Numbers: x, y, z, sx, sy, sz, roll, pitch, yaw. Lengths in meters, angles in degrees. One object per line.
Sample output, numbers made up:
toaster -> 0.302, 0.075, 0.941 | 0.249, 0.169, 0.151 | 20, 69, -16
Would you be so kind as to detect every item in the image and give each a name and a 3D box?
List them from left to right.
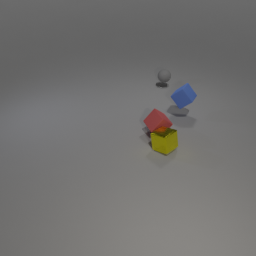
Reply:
cube -> 1.174, -0.211, 10.979 | 0.700, 0.700, 0.700 | 23, 25, -45
ball -> 1.919, -2.755, 14.804 | 0.700, 0.700, 0.700 | 0, 32, 0
cube -> 1.334, 0.436, 10.217 | 0.700, 0.700, 0.700 | -29, 31, -37
cube -> 2.381, -1.362, 11.931 | 0.700, 0.700, 0.700 | -31, 11, 41
